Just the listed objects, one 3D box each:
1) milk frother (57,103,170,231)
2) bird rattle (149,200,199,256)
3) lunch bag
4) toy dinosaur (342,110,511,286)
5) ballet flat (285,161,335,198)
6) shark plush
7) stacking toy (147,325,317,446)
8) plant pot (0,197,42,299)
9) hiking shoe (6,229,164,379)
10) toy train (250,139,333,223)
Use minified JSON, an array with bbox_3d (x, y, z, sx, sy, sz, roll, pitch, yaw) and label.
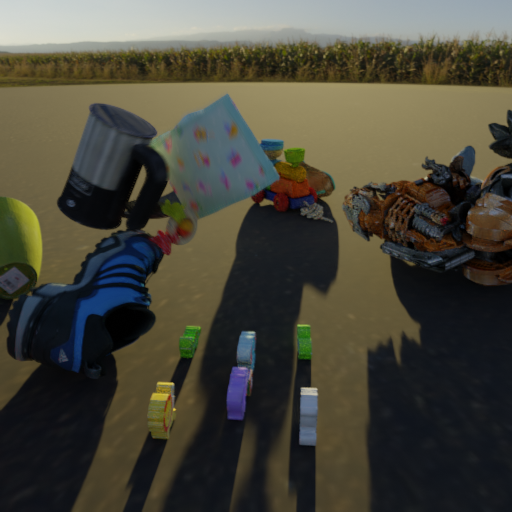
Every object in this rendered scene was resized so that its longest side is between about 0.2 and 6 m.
[{"bbox_3d":[-1.823,-1.233,8.195,1.467,1.529,1.626,29,24,1],"label":"milk frother"},{"bbox_3d":[-1.118,-0.389,8.097,0.457,0.811,0.661,14,4,43],"label":"bird rattle"},{"bbox_3d":[-0.583,-1.494,8.379,1.728,1.472,1.054,-17,21,45],"label":"lunch bag"},{"bbox_3d":[3.861,-0.413,9.140,4.744,2.423,3.220,37,51,21],"label":"toy dinosaur"},{"bbox_3d":[1.076,-1.942,14.191,0.889,0.833,2.458,-25,32,-11],"label":"ballet flat"},{"bbox_3d":[3.855,-1.000,11.111,3.693,1.678,1.538,-17,58,-47],"label":"shark plush"},{"bbox_3d":[-0.164,1.256,6.238,1.625,0.506,2.155,2,21,4],"label":"stacking toy"},{"bbox_3d":[-3.872,0.004,8.632,1.336,1.336,1.427,-13,39,-29],"label":"plant pot"},{"bbox_3d":[-1.836,0.625,7.391,1.308,1.122,3.016,22,31,9],"label":"hiking shoe"},{"bbox_3d":[0.910,-1.750,12.524,1.068,1.460,2.524,-16,26,-33],"label":"toy train"}]
